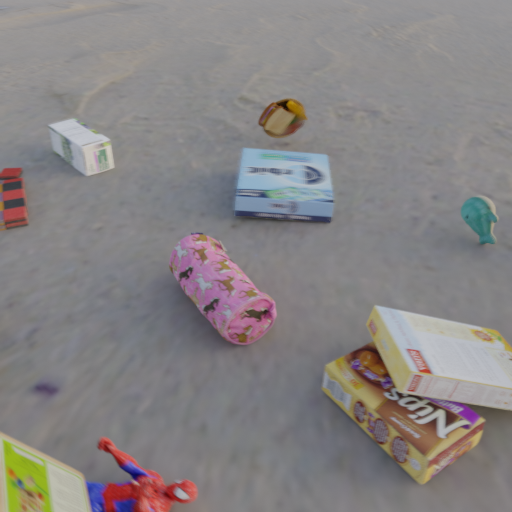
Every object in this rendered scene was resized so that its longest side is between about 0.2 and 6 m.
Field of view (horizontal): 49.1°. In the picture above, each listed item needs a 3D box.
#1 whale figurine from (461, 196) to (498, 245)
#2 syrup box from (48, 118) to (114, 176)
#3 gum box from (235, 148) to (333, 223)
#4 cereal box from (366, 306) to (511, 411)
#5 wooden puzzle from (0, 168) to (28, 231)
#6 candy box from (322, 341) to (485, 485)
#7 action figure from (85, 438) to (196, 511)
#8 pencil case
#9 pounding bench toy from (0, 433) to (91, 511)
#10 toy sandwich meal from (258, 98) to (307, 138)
[{"bbox_3d":[3.724,-0.568,9.376,0.441,0.849,0.675,-21,9,-22],"label":"whale figurine"},{"bbox_3d":[-3.812,-2.385,12.180,0.684,0.661,1.680,-27,42,-33],"label":"syrup box"},{"bbox_3d":[0.536,-1.405,10.841,1.756,0.460,2.067,5,36,0],"label":"gum box"},{"bbox_3d":[2.335,1.213,6.646,1.817,0.359,1.307,12,26,-12],"label":"cereal box"},{"bbox_3d":[-5.304,-0.938,10.455,1.889,0.224,3.185,-13,36,-18],"label":"wooden puzzle"},{"bbox_3d":[1.622,1.700,6.403,0.934,0.452,1.601,-19,38,-29],"label":"candy box"},{"bbox_3d":[-1.626,2.176,5.276,2.107,1.043,0.688,-2,35,-7],"label":"action figure"},{"bbox_3d":[-0.504,0.434,7.961,0.820,0.857,1.981,24,15,-42],"label":"pencil case"},{"bbox_3d":[-2.031,2.601,4.638,1.395,1.788,1.111,-40,40,0],"label":"pounding bench toy"},{"bbox_3d":[0.633,-3.070,12.696,1.161,1.161,0.398,-11,49,-15],"label":"toy sandwich meal"}]
